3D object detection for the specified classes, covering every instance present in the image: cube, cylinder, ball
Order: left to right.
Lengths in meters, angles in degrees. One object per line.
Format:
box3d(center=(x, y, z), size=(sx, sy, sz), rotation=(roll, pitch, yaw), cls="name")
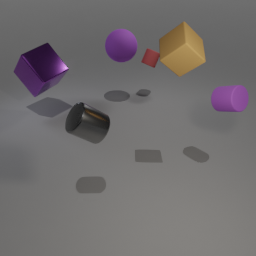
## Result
box3d(center=(-3.630, -2.407, 11.688), size=(1.400, 1.400, 1.400), rotation=(-43, 8, -37), cls="cube")
box3d(center=(-0.856, -0.100, 5.948), size=(0.700, 0.700, 0.700), rotation=(26, 13, -36), cls="cylinder")
box3d(center=(-0.292, -3.555, 12.134), size=(1.400, 1.400, 1.400), rotation=(0, 30, 0), cls="ball")
box3d(center=(1.076, -3.293, 13.206), size=(0.700, 0.700, 0.700), rotation=(22, 13, -6), cls="cylinder")
box3d(center=(1.164, -1.687, 6.066), size=(0.700, 0.700, 0.700), rotation=(-27, 47, 38), cls="cube")
box3d(center=(2.752, -0.791, 7.589), size=(0.700, 0.700, 0.700), rotation=(-18, 13, -29), cls="cylinder")
